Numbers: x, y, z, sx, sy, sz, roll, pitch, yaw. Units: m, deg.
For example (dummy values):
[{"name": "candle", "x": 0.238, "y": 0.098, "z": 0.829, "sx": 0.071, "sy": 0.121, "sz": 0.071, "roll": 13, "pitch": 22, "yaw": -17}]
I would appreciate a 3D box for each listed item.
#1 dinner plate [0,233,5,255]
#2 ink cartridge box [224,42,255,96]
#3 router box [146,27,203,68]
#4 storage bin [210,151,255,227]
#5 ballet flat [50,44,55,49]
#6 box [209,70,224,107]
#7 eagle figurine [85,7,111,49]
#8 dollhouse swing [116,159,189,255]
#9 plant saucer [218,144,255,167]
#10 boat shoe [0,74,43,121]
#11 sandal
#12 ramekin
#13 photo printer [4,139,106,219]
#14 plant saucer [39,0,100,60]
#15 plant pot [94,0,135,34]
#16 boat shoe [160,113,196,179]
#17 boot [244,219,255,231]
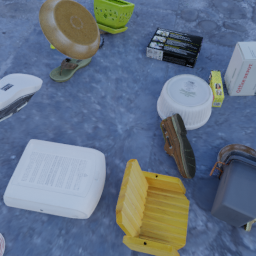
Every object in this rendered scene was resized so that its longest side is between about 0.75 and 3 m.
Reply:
[{"name": "dinner plate", "x": -4.408, "y": 3.768, "z": 8.612, "sx": 1.245, "sy": 0.151, "sz": 1.245, "roll": 0, "pitch": 55, "yaw": 1}, {"name": "ink cartridge box", "x": 5.868, "y": -2.502, "z": 11.933, "sx": 2.913, "sy": 2.135, "sz": 1.210, "roll": -1, "pitch": 53, "yaw": -2}, {"name": "router box", "x": 2.349, "y": -4.047, "z": 13.974, "sx": 2.448, "sy": 0.625, "sz": 1.826, "roll": 18, "pitch": 56, "yaw": 12}, {"name": "storage bin", "x": 3.329, "y": 1.975, "z": 8.683, "sx": 1.743, "sy": 2.395, "sz": 1.609, "roll": 23, "pitch": 67, "yaw": 16}, {"name": "ballet flat", "x": -3.511, "y": -4.500, "z": 14.447, "sx": 0.405, "sy": 0.406, "sz": 1.211, "roll": 36, "pitch": 61, "yaw": 23}, {"name": "box", "x": 3.871, "y": -1.755, "z": 12.329, "sx": 0.426, "sy": 0.640, "sz": 1.700, "roll": 3, "pitch": 55, "yaw": 3}, {"name": "eagle figurine", "x": -1.949, "y": -5.024, "z": 14.422, "sx": 1.427, "sy": 1.881, "sz": 1.420, "roll": -45, "pitch": 28, "yaw": 5}, {"name": "dollhouse swing", "x": 0.873, "y": 2.332, "z": 8.470, "sx": 2.149, "sy": 2.079, "sz": 2.365, "roll": 10, "pitch": 54, "yaw": 7}, {"name": "plant saucer", "x": 4.136, "y": 1.358, "z": 10.223, "sx": 1.779, "sy": 0.285, "sz": 1.779, "roll": 1, "pitch": 51, "yaw": -2}, {"name": "boat shoe", "x": -3.384, "y": -0.870, "z": 8.217, "sx": 0.945, "sy": 0.893, "sz": 2.635, "roll": 21, "pitch": 28, "yaw": -1}, {"name": "sandal", "x": -2.745, "y": -3.001, "z": 13.181, "sx": 0.957, "sy": 0.688, "sz": 2.411, "roll": 33, "pitch": 61, "yaw": 22}, {"name": "ramekin", "x": 2.374, "y": -1.159, "z": 11.537, "sx": 2.278, "sy": 1.196, "sz": 2.278, "roll": 0, "pitch": 54, "yaw": 0}, {"name": "photo printer", "x": -2.285, "y": 1.707, "z": 9.549, "sx": 2.973, "sy": 1.032, "sz": 2.473, "roll": 8, "pitch": 53, "yaw": 5}, {"name": "plant saucer", "x": -1.755, "y": -3.345, "z": 9.138, "sx": 2.241, "sy": 0.397, "sz": 2.241, "roll": 15, "pitch": 65, "yaw": -36}, {"name": "plant pot", "x": -0.799, "y": -5.849, "z": 14.584, "sx": 1.639, "sy": 1.487, "sz": 1.631, "roll": 24, "pitch": 33, "yaw": 17}, {"name": "boat shoe", "x": 1.840, "y": 0.734, "z": 10.464, "sx": 0.853, "sy": 0.903, "sz": 2.509, "roll": -24, "pitch": 61, "yaw": 30}, {"name": "boot", "x": 4.301, "y": 2.948, "z": 9.046, "sx": 0.900, "sy": 0.420, "sz": 1.164, "roll": 24, "pitch": 56, "yaw": 16}]
